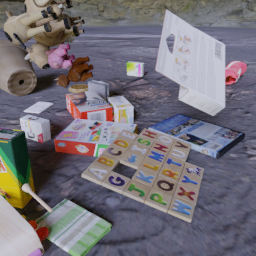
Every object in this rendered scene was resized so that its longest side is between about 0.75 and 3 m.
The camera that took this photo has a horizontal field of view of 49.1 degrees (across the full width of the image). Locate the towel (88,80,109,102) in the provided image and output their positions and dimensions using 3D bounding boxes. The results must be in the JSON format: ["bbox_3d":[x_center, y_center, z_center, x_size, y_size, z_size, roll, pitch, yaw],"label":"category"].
[{"bbox_3d":[-1.210,-1.478,11.248,0.939,0.778,0.402,15,33,29],"label":"towel"}]

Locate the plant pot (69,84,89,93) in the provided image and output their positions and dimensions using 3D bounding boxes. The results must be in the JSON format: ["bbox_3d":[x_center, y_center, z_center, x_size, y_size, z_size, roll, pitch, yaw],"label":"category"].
[{"bbox_3d":[-2.195,-1.825,12.765,1.028,0.141,1.028,0,24,0],"label":"plant pot"}]

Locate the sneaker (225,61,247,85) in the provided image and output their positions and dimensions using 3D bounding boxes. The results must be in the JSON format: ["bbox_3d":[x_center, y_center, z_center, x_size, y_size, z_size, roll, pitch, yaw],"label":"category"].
[{"bbox_3d":[5.042,-2.529,13.664,2.578,0.950,1.118,-21,41,-25],"label":"sneaker"}]

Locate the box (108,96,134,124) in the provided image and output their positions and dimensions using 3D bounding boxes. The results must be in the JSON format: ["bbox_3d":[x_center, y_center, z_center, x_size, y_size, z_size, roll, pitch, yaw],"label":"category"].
[{"bbox_3d":[-0.251,-0.599,9.481,0.563,0.624,1.110,-8,26,-17],"label":"box"}]

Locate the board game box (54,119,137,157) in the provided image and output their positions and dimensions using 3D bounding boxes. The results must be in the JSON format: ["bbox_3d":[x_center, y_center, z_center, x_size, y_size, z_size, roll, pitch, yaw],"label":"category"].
[{"bbox_3d":[-0.832,0.258,7.875,1.953,0.394,1.494,6,25,12],"label":"board game box"}]

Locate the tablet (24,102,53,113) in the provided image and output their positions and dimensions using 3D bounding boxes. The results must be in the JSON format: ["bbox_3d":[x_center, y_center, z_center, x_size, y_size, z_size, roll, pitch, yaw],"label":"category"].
[{"bbox_3d":[-3.359,-0.785,10.568,0.682,0.072,1.048,6,25,14],"label":"tablet"}]

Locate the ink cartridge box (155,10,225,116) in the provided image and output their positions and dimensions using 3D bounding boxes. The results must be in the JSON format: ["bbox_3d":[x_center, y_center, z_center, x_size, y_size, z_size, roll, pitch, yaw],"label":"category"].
[{"bbox_3d":[1.418,-1.532,6.473,1.821,0.462,2.066,24,56,-16],"label":"ink cartridge box"}]

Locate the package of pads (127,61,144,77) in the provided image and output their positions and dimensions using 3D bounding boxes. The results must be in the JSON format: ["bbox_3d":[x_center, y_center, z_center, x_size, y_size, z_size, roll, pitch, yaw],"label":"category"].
[{"bbox_3d":[0.397,-3.116,14.893,0.940,0.726,0.321,13,31,23],"label":"package of pads"}]

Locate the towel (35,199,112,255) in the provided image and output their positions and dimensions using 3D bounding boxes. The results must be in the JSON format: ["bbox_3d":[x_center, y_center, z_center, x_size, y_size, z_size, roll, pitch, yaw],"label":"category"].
[{"bbox_3d":[-0.995,1.753,4.941,1.173,0.180,0.875,19,33,31],"label":"towel"}]

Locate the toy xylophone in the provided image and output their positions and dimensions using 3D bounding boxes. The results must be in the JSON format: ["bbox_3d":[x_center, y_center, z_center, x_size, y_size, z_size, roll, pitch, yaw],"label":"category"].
[{"bbox_3d":[-2.001,1.620,4.745,1.285,0.441,1.755,-24,34,-31],"label":"toy xylophone"}]

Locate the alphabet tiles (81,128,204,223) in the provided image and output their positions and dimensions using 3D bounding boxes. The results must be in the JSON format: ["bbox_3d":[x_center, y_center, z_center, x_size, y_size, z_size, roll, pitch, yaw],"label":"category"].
[{"bbox_3d":[0.594,0.792,6.511,2.296,0.104,2.747,20,30,13],"label":"alphabet tiles"}]

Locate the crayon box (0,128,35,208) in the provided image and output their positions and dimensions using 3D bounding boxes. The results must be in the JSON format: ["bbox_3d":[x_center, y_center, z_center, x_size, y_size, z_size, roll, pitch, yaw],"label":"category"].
[{"bbox_3d":[-2.807,0.720,5.532,1.727,1.490,0.503,6,23,14],"label":"crayon box"}]

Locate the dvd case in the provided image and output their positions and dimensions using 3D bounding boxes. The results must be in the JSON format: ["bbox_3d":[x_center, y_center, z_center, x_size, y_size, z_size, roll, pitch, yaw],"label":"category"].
[{"bbox_3d":[2.018,0.147,8.362,2.348,0.206,1.675,21,31,39],"label":"dvd case"}]

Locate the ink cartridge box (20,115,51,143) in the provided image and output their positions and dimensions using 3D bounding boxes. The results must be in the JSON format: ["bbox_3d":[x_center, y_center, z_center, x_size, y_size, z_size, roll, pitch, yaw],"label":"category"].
[{"bbox_3d":[-2.676,0.020,8.130,0.848,0.626,0.363,12,26,26],"label":"ink cartridge box"}]

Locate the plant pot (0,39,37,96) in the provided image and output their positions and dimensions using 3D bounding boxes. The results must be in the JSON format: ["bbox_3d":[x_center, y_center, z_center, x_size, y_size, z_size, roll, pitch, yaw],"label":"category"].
[{"bbox_3d":[-4.932,-2.387,11.981,2.209,2.209,1.917,-19,46,-36],"label":"plant pot"}]

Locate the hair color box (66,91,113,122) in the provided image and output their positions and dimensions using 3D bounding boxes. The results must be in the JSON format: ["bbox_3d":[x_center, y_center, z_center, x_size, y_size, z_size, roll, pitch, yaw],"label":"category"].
[{"bbox_3d":[-1.386,-0.700,9.712,1.093,0.630,1.972,-11,26,-22],"label":"hair color box"}]

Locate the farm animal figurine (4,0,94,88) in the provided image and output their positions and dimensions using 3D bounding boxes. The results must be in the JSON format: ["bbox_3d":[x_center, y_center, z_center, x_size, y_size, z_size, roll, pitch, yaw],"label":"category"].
[{"bbox_3d":[-1.968,-2.195,6.585,1.383,2.623,2.652,-15,-21,10],"label":"farm animal figurine"}]
